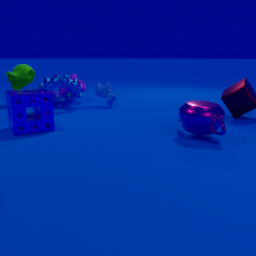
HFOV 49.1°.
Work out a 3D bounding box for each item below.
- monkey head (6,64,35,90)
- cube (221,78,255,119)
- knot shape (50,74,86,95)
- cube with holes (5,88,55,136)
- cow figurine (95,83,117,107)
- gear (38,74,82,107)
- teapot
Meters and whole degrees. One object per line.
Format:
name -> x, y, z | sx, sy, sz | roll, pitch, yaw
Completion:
monkey head -> -4.040, -1.836, 10.774 | 0.991, 1.183, 1.645 | -23, 17, -28
cube -> 3.426, -0.910, 8.549 | 0.792, 0.792, 0.792 | -32, 9, 34
knot shape -> -2.498, -1.574, 11.036 | 1.451, 0.716, 1.550 | -17, 8, 9
cube with holes -> -2.563, -0.459, 7.304 | 0.991, 0.991, 0.991 | -8, 17, -28
cow figurine -> -0.851, -1.240, 10.447 | 0.896, 0.882, 0.492 | 3, -19, 23
gear -> -2.372, -1.283, 9.839 | 1.475, 1.475, 0.273 | -4, 59, -13
teapot -> 1.687, -0.201, 6.645 | 1.051, 0.827, 1.690 | -6, 19, -25
